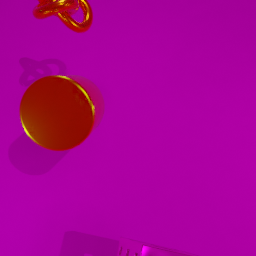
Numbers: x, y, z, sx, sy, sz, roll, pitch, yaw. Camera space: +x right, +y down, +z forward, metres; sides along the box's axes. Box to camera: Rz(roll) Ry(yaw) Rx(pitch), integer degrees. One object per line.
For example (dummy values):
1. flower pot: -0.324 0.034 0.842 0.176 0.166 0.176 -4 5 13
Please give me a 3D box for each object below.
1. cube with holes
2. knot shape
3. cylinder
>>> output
1. cube with holes: 0.401 2.104 3.612 1.042 1.042 1.042 17 70 -11
2. knot shape: -1.650 -2.868 6.495 1.469 0.726 1.570 38 28 18
3. cylinder: -1.147 -0.339 5.221 1.278 1.278 1.278 1 101 3
